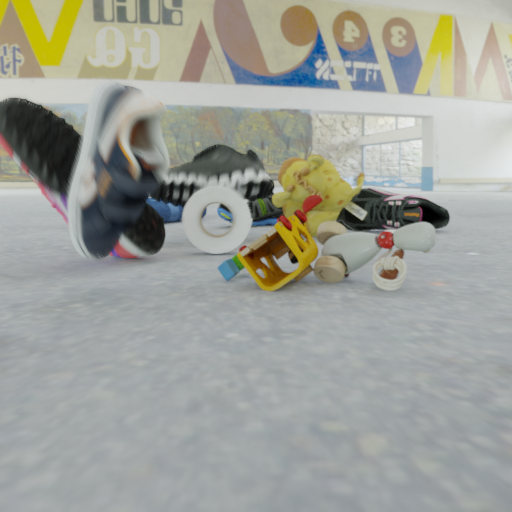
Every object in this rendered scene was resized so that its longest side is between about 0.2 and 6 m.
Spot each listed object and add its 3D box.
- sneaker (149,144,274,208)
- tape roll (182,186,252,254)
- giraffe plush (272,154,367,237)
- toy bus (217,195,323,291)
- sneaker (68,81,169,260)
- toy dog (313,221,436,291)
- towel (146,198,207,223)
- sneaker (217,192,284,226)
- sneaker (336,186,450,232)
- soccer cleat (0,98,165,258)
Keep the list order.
[{"bbox_3d":[-1.135,-1.887,12.735,2.975,1.346,0.989,-5,-29,-17],"label":"sneaker"},{"bbox_3d":[-0.737,-0.687,10.618,1.290,1.290,0.451,0,6,-2],"label":"tape roll"},{"bbox_3d":[1.217,-1.558,13.008,1.849,1.967,2.280,21,-1,-44],"label":"giraffe plush"},{"bbox_3d":[0.437,-0.051,7.908,1.656,0.856,1.563,-34,-3,-23],"label":"toy bus"},{"bbox_3d":[-1.688,-0.940,6.961,0.900,2.267,0.889,19,18,21],"label":"sneaker"},{"bbox_3d":[1.615,0.015,7.791,1.762,1.162,0.848,14,-23,42],"label":"toy dog"},{"bbox_3d":[-3.114,-1.455,17.708,1.782,0.775,3.192,6,10,31],"label":"towel"},{"bbox_3d":[0.074,-1.428,16.335,2.701,1.119,0.957,-4,8,-27],"label":"sneaker"},{"bbox_3d":[3.590,-1.166,14.361,3.076,1.236,1.328,-4,10,-18],"label":"sneaker"},{"bbox_3d":[-2.984,-1.050,9.116,1.257,1.171,3.434,-13,-41,33],"label":"soccer cleat"}]
